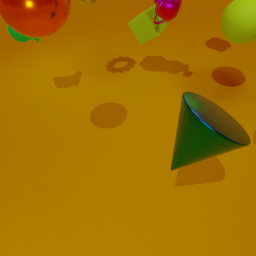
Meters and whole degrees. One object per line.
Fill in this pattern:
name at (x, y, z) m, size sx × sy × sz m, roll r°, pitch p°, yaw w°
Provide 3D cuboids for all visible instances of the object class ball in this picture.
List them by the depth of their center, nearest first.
ball at (-1.509, -2.061, 4.511) m, size 1.160 × 1.160 × 1.160 m, roll 0°, pitch 44°, yaw 0°
ball at (3.222, -2.977, 7.785) m, size 1.239 × 1.239 × 1.239 m, roll 0°, pitch 44°, yaw 0°

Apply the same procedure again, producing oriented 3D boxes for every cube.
cube at (0.651, -3.358, 9.129) m, size 0.797 × 0.797 × 0.797 m, roll -14°, pitch 29°, yaw 42°

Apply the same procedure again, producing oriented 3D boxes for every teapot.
teapot at (1.095, -3.573, 7.927) m, size 0.711 × 1.453 × 0.903 m, roll 11°, pitch 49°, yaw -15°

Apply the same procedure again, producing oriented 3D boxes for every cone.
cone at (1.110, 0.297, 4.835) m, size 1.320 × 1.325 × 1.320 m, roll 26°, pitch 29°, yaw -15°

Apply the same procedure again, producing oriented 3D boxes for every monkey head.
monkey head at (-2.779, -2.852, 7.581) m, size 0.864 × 1.434 × 1.031 m, roll 9°, pitch 80°, yaw -16°

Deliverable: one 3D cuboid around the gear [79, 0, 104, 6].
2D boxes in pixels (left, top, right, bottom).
gear at (-1.033, -3.906, 7.414) m, size 1.194 × 1.194 × 0.221 m, roll -8°, pitch 7°, yaw -8°
